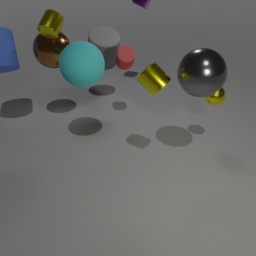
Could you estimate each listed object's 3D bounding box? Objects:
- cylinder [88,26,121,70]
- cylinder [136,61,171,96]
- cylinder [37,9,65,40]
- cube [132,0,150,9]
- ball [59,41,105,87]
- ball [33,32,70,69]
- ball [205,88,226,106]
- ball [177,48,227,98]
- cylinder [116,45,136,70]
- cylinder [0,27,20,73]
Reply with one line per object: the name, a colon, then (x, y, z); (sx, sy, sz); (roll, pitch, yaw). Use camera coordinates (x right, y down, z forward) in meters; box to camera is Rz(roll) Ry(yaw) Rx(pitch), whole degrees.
cylinder: (-1.100, -3.582, 12.586); (1.400, 1.400, 1.400); (5, 56, -7)
cylinder: (0.710, -1.369, 7.792); (0.700, 0.700, 0.700); (45, 35, -5)
cylinder: (-2.594, -3.479, 9.445); (0.700, 0.700, 0.700); (12, 69, 20)
cube: (0.669, -6.024, 12.998); (0.700, 0.700, 0.700); (25, 19, -1)
ball: (-1.430, -1.975, 8.714); (1.400, 1.400, 1.400); (0, 30, 0)
ball: (-2.807, -2.926, 10.405); (1.400, 1.400, 1.400); (0, 30, 0)
ball: (2.965, -1.111, 9.538); (0.700, 0.700, 0.700); (0, 30, 0)
ball: (2.122, -1.580, 8.067); (1.400, 1.400, 1.400); (0, 30, 0)
cylinder: (-0.100, -2.694, 10.768); (0.700, 0.700, 0.700); (-5, -12, -8)
cylinder: (-4.844, -2.804, 10.267); (1.400, 1.400, 1.400); (-10, 6, 1)
